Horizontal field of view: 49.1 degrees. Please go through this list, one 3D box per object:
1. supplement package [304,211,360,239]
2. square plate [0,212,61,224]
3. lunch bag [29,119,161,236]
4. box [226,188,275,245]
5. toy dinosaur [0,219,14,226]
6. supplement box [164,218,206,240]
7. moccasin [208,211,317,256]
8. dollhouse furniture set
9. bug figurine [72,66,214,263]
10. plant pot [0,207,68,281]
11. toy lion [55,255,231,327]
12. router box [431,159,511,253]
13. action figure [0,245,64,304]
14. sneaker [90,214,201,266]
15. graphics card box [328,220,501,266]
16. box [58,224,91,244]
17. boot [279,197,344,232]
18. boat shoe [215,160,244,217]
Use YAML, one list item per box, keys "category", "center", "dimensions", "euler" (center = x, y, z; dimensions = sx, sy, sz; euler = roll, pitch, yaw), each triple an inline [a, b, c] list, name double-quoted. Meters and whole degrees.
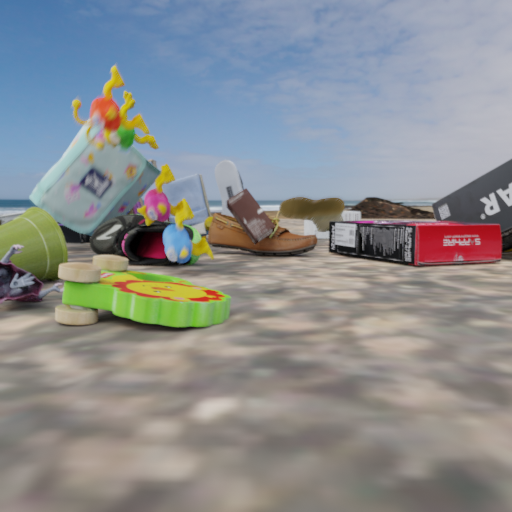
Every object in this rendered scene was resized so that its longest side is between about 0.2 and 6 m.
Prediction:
- category: "supplement package"
  center: [2.278, -0.935, 16.833]
  dimensions: [1.502, 0.823, 0.854]
  euler: [-1, 5, -15]
- category: "square plate"
  center: [-6.357, -0.871, 15.595]
  dimensions: [2.655, 0.378, 2.630]
  euler: [-11, -1, -30]
- category: "lunch bag"
  center: [-3.364, -1.597, 11.663]
  dimensions: [1.567, 2.189, 2.570]
  euler: [40, -2, 7]
- category: "box"
  center: [-0.101, -0.709, 10.007]
  dimensions: [0.452, 0.902, 0.338]
  euler: [-35, -14, -12]
- category: "toy dinosaur"
  center: [-6.576, -0.492, 13.255]
  dimensions: [1.081, 0.813, 2.113]
  euler: [11, -8, -36]
- category: "supplement box"
  center: [-2.087, -1.004, 16.111]
  dimensions: [1.105, 1.090, 0.734]
  euler: [4, 6, 36]
- category: "moccasin"
  center: [0.119, -0.467, 10.727]
  dimensions: [2.203, 0.851, 0.806]
  euler: [10, 7, 31]
- category: "dollhouse furniture set"
  center: [-2.376, -1.474, 13.974]
  dimensions: [2.524, 2.383, 1.647]
  euler: [-11, 2, 14]
- category: "bug figurine"
  center: [-1.565, -1.140, 7.799]
  dimensions: [0.720, 2.797, 2.169]
  euler: [-27, 20, -3]
- category: "plant pot"
  center: [-2.838, -0.012, 6.488]
  dimensions: [0.933, 0.933, 0.886]
  euler: [3, 19, 36]
- category: "toy lion"
  center: [-0.872, 0.327, 4.664]
  dimensions: [1.327, 0.475, 1.384]
  euler: [7, 5, 0]
- category: "router box"
  center: [5.859, -1.267, 9.592]
  dimensions: [3.429, 1.139, 4.361]
  euler: [-3, -18, -31]
- category: "action figure"
  center: [-2.224, 0.317, 5.174]
  dimensions: [0.619, 0.688, 0.923]
  euler: [43, -17, -7]
- category: "sneaker"
  center: [-1.914, -0.274, 8.997]
  dimensions: [2.199, 0.844, 0.921]
  euler: [1, 1, 32]
- category: "graphics card box"
  center: [2.672, -0.282, 9.934]
  dimensions: [1.710, 0.693, 2.725]
  euler: [-2, 4, -22]
- category: "box"
  center: [-4.996, -0.593, 14.835]
  dimensions: [1.292, 0.509, 0.912]
  euler: [1, 2, 12]
- category: "boot"
  center: [1.352, -0.960, 13.410]
  dimensions: [1.508, 0.544, 1.166]
  euler: [-2, -18, 8]
- category: "boat shoe"
  center: [-0.480, -1.179, 12.712]
  dimensions: [0.683, 1.990, 0.563]
  euler: [-9, -1, 14]
